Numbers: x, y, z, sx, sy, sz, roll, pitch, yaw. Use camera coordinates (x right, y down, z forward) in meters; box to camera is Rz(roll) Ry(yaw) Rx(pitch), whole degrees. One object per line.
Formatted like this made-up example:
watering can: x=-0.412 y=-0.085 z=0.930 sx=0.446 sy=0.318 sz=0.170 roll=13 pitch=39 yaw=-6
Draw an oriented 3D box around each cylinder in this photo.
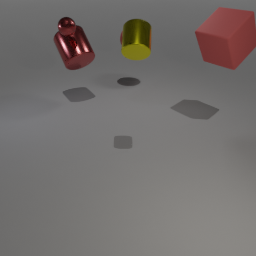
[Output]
cylinder: x=0.206 y=-2.088 z=6.664 sx=0.700 sy=0.700 sz=0.700 roll=2 pitch=72 yaw=4
cylinder: x=-2.341 y=-3.489 z=12.244 sx=1.400 sy=1.400 sz=1.400 roll=-25 pitch=-8 yaw=-4

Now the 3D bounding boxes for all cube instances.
cube: x=3.458 y=-3.145 z=9.815 sx=1.400 sy=1.400 sz=1.400 roll=-46 pitch=45 yaw=-11

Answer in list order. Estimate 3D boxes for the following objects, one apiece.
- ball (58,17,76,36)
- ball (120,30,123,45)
ball: x=-2.362 y=-3.922 z=10.830 sx=0.700 sy=0.700 sz=0.700 roll=0 pitch=28 yaw=0
ball: x=0.303 y=-4.463 z=14.025 sx=1.400 sy=1.400 sz=1.400 roll=0 pitch=28 yaw=0
